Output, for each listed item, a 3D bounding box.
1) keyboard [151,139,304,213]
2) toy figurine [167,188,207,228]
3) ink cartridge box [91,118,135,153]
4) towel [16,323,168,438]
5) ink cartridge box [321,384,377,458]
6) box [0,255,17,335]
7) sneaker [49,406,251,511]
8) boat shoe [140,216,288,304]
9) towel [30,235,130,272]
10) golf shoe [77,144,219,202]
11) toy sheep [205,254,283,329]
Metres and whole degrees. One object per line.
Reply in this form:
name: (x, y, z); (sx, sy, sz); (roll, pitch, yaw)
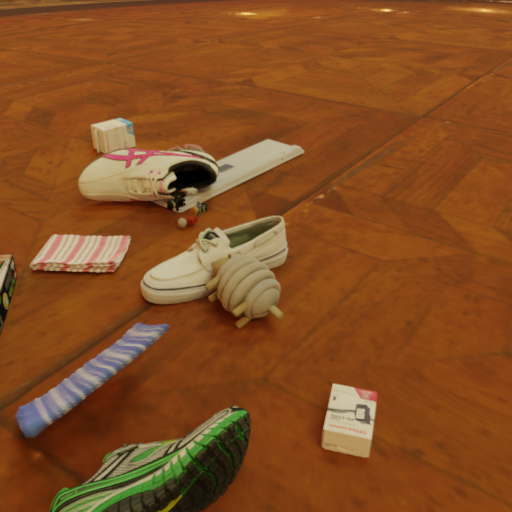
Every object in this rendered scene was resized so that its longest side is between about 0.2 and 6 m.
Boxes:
keyboard: (-0.674, -2.121, 14.056); (1.314, 0.249, 4.669); (18, 36, 37)
toy figurine: (-1.436, -1.011, 11.570); (0.492, 0.697, 0.708); (-23, 78, -49)
ink cartridge box: (-4.006, -3.297, 15.453); (1.086, 0.698, 0.680); (-25, 39, -36)
towel: (-2.076, 1.462, 7.011); (1.978, 0.236, 1.432); (-38, 10, -24)
ink cartridge box: (1.186, 2.068, 7.083); (0.592, 0.345, 0.818); (8, 33, 13)
box: (-4.779, 0.931, 8.795); (1.513, 0.477, 2.750); (-6, 32, -9)
sneaker: (-1.080, 2.303, 6.121); (2.462, 0.961, 1.049); (-24, 38, -32)
boat shoe: (-0.733, -0.070, 9.959); (2.879, 0.961, 1.059); (-21, 37, -30)
towel: (-3.286, -0.099, 10.580); (1.614, 0.241, 1.181); (1, 29, 1)
golf shoe: (-2.353, -1.783, 12.311); (3.092, 1.123, 1.424); (-13, 26, -13)
toy sheep: (-0.147, 0.550, 9.002); (1.063, 1.063, 1.542); (-27, 57, -36)
